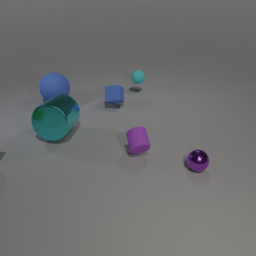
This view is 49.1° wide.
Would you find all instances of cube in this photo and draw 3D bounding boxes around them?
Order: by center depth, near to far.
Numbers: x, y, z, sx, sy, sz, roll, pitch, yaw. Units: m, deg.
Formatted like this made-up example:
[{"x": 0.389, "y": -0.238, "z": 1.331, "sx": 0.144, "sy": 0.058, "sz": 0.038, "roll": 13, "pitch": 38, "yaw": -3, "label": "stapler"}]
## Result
[{"x": -0.609, "y": -1.536, "z": 12.841, "sx": 0.700, "sy": 0.700, "sz": 0.700, "roll": -4, "pitch": -4, "yaw": 17, "label": "cube"}]

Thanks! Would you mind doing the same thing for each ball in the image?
[{"x": 2.212, "y": 1.026, "z": 8.844, "sx": 0.700, "sy": 0.700, "sz": 0.700, "roll": 0, "pitch": 30, "yaw": 0, "label": "ball"}, {"x": -3.410, "y": -1.870, "z": 13.060, "sx": 1.400, "sy": 1.400, "sz": 1.400, "roll": 0, "pitch": 30, "yaw": 0, "label": "ball"}, {"x": 0.518, "y": -2.577, "z": 14.269, "sx": 0.700, "sy": 0.700, "sz": 0.700, "roll": 0, "pitch": 30, "yaw": 0, "label": "ball"}]

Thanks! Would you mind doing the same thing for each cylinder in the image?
[{"x": 0.344, "y": 0.416, "z": 9.448, "sx": 0.700, "sy": 0.700, "sz": 0.700, "roll": -7, "pitch": 62, "yaw": -12, "label": "cylinder"}, {"x": -2.675, "y": -0.421, "z": 10.523, "sx": 1.400, "sy": 1.400, "sz": 1.400, "roll": 5, "pitch": 24, "yaw": 8, "label": "cylinder"}]
